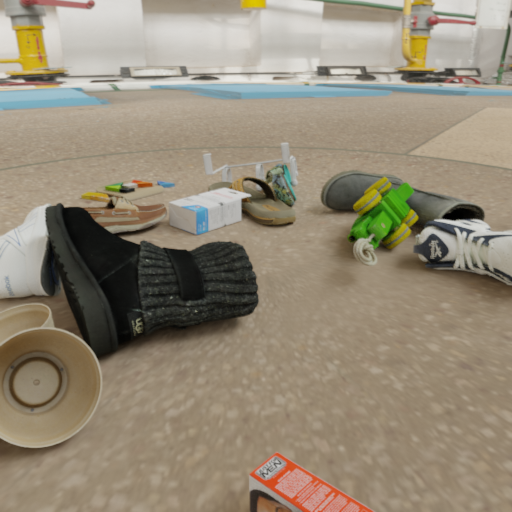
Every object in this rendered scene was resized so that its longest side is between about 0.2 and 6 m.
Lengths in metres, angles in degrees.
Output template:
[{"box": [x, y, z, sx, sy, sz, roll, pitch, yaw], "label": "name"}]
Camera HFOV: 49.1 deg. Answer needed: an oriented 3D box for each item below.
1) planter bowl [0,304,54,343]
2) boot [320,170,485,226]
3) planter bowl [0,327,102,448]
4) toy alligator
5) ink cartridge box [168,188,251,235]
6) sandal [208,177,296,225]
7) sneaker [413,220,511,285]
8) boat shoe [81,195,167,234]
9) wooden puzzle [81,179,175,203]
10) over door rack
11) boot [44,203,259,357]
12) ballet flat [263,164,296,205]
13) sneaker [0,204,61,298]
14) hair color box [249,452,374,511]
[{"box": [-3.044, 1.155, 7.233, 0.980, 0.659, 0.980, -9, 26, 4], "label": "planter bowl"}, {"box": [3.241, -1.140, 12.772, 2.619, 1.045, 2.881, -11, 31, -21], "label": "boot"}, {"box": [-2.415, 1.421, 6.204, 1.233, 1.233, 0.830, -12, -2, -28], "label": "planter bowl"}, {"box": [2.315, -0.558, 11.253, 1.043, 1.140, 3.843, -39, 4, 37], "label": "toy alligator"}, {"box": [-1.025, -1.046, 12.818, 0.991, 0.571, 1.711, 20, 30, 41], "label": "ink cartridge box"}, {"box": [-0.090, -1.475, 13.566, 1.196, 0.804, 2.979, -14, 26, -31], "label": "sandal"}, {"box": [3.689, -0.066, 9.895, 1.611, 0.988, 2.475, -5, 23, -8], "label": "sneaker"}, {"box": [-2.916, -0.918, 12.102, 2.126, 0.763, 0.805, -17, 17, -34], "label": "boat shoe"}, {"box": [-3.435, -1.830, 15.172, 1.524, 0.264, 2.259, 15, 26, 32], "label": "wooden puzzle"}, {"box": [-0.042, -2.141, 14.385, 2.093, 0.943, 2.832, -7, 1, 8], "label": "over door rack"}, {"box": [-1.725, 0.089, 8.800, 2.569, 1.293, 3.436, -17, 43, -23], "label": "boot"}, {"box": [0.560, -1.749, 14.516, 0.886, 0.886, 2.388, 0, 20, 1], "label": "ballet flat"}, {"box": [-4.199, -0.153, 10.062, 1.293, 1.106, 2.969, -10, 23, -12], "label": "sneaker"}, {"box": [0.550, 2.261, 4.594, 1.325, 0.673, 0.406, 18, 29, 39], "label": "hair color box"}]
